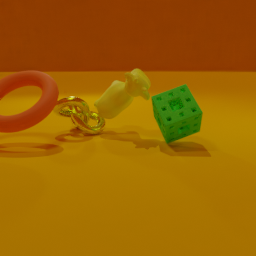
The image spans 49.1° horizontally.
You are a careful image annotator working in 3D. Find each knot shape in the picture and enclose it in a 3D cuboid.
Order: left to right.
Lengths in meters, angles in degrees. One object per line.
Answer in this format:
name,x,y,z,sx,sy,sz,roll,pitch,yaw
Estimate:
knot shape,-1.193,-0.329,6.631,1.267,0.585,1.185,36,-8,-26

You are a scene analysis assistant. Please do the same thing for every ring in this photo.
ring,-2.135,-0.556,5.493,1.576,0.315,1.576,-5,50,6

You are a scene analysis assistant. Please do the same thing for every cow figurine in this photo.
cow figurine,-0.139,-0.708,6.253,1.364,0.749,1.342,-44,15,-3

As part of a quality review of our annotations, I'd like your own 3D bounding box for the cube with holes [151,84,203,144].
cube with holes,0.946,-0.264,5.495,0.723,0.723,0.723,-20,-31,-2
